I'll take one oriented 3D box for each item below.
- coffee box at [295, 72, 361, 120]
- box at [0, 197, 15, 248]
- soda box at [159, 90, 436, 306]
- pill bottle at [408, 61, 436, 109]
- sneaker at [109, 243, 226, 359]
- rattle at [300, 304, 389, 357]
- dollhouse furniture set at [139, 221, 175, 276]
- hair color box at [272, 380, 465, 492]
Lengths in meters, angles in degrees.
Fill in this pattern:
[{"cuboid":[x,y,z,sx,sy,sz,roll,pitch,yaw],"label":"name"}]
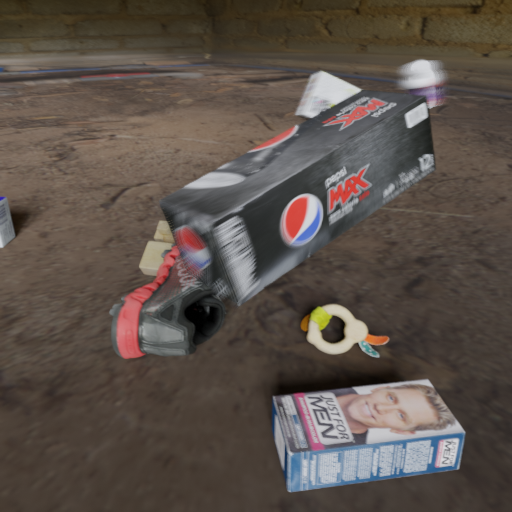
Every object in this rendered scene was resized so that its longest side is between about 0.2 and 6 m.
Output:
[{"cuboid":[1.236,-2.646,9.684,0.781,0.772,0.780,21,10,-12],"label":"coffee box"},{"cuboid":[-5.250,-0.672,10.726,0.961,0.883,0.504,4,27,7],"label":"box"},{"cuboid":[0.655,-0.917,7.176,3.561,1.128,1.260,-33,34,-24],"label":"soda box"},{"cuboid":[3.335,-3.437,11.284,0.515,0.925,0.515,-10,54,14],"label":"pill bottle"},{"cuboid":[-0.936,0.562,8.007,1.315,0.951,2.691,6,29,14],"label":"sneaker"},{"cuboid":[1.191,1.111,7.755,1.064,0.760,0.692,12,59,-5],"label":"rattle"},{"cuboid":[-0.980,-0.081,10.180,1.535,1.315,1.614,6,61,14],"label":"dollhouse furniture set"},{"cuboid":[1.107,1.822,5.810,1.770,0.536,0.885,-4,25,-8],"label":"hair color box"}]
